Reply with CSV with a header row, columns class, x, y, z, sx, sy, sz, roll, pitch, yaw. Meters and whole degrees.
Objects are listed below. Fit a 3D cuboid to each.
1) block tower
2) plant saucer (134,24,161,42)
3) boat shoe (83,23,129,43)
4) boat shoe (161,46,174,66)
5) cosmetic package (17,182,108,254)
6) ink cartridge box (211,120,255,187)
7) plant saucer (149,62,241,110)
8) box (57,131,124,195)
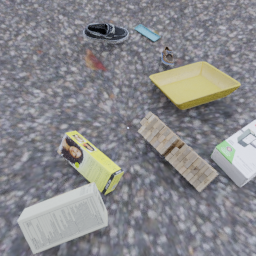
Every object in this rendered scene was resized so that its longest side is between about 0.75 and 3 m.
class,x,y,z,sx,sy,sz,roll,pitch,yaw
block tower,1.346,0.638,7.833,0.680,0.728,2.517,-49,64,9
plant saucer,0.768,-3.796,11.227,0.393,0.107,1.123,-39,66,-23
boat shoe,-0.746,-3.586,10.383,1.774,0.601,0.637,-3,79,-22
boat shoe,1.415,-2.608,10.052,0.402,0.403,1.113,4,36,-14
cosmetic package,-1.472,2.085,6.562,1.820,0.665,0.942,-20,102,0
ink cartridge box,3.401,0.688,7.933,1.632,0.686,1.187,-31,62,-18
plant saucer,2.064,-1.335,9.055,2.166,0.525,2.166,-17,36,-11
box,-1.066,0.919,7.729,1.933,0.727,0.484,36,24,21
